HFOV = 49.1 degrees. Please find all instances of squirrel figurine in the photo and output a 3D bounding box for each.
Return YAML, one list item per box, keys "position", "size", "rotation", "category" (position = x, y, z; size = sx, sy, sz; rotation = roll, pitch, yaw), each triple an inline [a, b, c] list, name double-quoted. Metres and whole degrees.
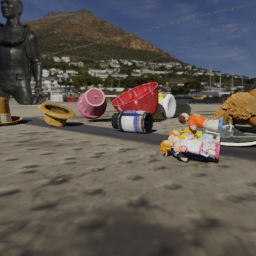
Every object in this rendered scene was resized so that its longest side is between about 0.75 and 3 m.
- position: [3.872, -0.576, 9.341]
  size: [2.250, 1.592, 2.100]
  rotation: [2, -1, -13]
  category: "squirrel figurine"

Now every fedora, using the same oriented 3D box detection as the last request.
- position: [-2.926, -0.494, 11.410]
  size: [1.591, 0.649, 1.591]
  rotation: [14, 18, -5]
  category: "fedora"
- position: [-6.135, -0.788, 12.101]
  size: [2.991, 1.220, 2.991]
  rotation: [1, 7, 0]
  category: "fedora"

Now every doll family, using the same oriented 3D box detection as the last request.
- position: [1.212, 0.302, 5.453]
  size: [1.064, 0.773, 1.715]
  rotation: [9, 26, 17]
  category: "doll family"

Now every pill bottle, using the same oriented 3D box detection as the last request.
- position: [1.333, -1.235, 15.830]
  size: [2.488, 1.359, 1.359]
  rotation: [4, 7, 32]
  category: "pill bottle"
- position: [0.120, -0.214, 9.271]
  size: [1.297, 0.725, 0.725]
  rotation: [4, 7, 32]
  category: "pill bottle"

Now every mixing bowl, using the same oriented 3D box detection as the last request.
- position: [0.530, -1.054, 12.937]
  size: [2.311, 1.252, 2.311]
  rotation: [-23, 20, 9]
  category: "mixing bowl"

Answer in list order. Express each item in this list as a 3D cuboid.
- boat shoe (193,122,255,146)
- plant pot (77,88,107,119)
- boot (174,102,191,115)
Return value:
- position: [2.382, 0.140, 6.873]
  size: [1.698, 0.574, 0.610]
  rotation: [5, 6, 28]
  category: "boat shoe"
- position: [-1.588, -1.204, 12.826]
  size: [1.362, 1.362, 1.219]
  rotation: [-2, -15, -15]
  category: "plant pot"
- position: [2.773, -1.300, 18.810]
  size: [2.887, 1.118, 1.997]
  rotation: [15, 5, 13]
  category: "boot"
